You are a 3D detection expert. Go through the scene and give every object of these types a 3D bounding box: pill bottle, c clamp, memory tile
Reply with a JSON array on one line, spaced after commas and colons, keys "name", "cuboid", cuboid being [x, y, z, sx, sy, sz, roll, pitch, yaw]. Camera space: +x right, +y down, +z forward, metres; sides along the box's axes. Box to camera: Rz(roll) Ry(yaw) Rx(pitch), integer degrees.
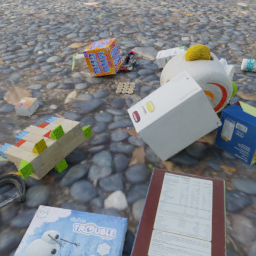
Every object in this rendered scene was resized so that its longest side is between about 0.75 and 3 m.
[{"name": "pill bottle", "cuboid": [3.880, -2.848, 13.655, 2.336, 1.314, 1.314, 22, 41, 28]}, {"name": "c clamp", "cuboid": [-3.792, 2.136, 7.767, 1.879, 0.298, 2.199, 26, 45, 38]}, {"name": "memory tile", "cuboid": [-0.094, -1.930, 13.439, 0.843, 0.092, 1.100, 5, 36, 7]}, {"name": "pill bottle", "cuboid": [6.661, -3.316, 14.891, 1.113, 0.617, 0.617, 9, 37, 12]}]

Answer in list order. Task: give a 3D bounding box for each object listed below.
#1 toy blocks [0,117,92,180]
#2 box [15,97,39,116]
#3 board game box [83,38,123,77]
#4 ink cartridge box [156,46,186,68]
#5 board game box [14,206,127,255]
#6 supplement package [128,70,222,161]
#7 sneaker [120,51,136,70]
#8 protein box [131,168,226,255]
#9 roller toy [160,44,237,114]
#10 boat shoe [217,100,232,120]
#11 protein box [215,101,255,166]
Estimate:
[{"name": "toy blocks", "cuboid": [-2.858, 0.510, 9.258, 1.929, 1.410, 2.822, 12, 40, 36]}, {"name": "box", "cuboid": [-4.232, -0.899, 11.736, 0.620, 0.433, 0.814, 6, 37, 8]}, {"name": "board game box", "cuboid": [-1.252, -3.627, 14.403, 1.394, 1.395, 1.394, -3, 34, 20]}, {"name": "ink cartridge box", "cuboid": [2.397, -3.869, 15.321, 1.509, 0.634, 1.093, -7, 33, 20]}, {"name": "board game box", "cuboid": [-1.353, 2.971, 6.362, 2.338, 0.507, 2.327, 6, 35, 7]}, {"name": "supplement package", "cuboid": [1.482, -0.349, 9.001, 2.272, 1.769, 1.260, -35, 39, 11]}, {"name": "sneaker", "cuboid": [-0.020, -3.656, 15.334, 0.700, 0.649, 1.738, 9, 38, 12]}, {"name": "protein box", "cuboid": [0.979, 2.438, 5.637, 1.505, 2.214, 2.231, 9, 37, 12]}, {"name": "roller toy", "cuboid": [2.522, -1.669, 10.763, 2.449, 2.685, 1.876, -35, 45, 27]}, {"name": "boat shoe", "cuboid": [3.677, -1.333, 11.976, 0.989, 0.843, 2.958, -7, 37, -10]}, {"name": "protein box", "cuboid": [3.912, 0.150, 9.402, 0.998, 1.480, 1.469, -26, 44, -31]}]
